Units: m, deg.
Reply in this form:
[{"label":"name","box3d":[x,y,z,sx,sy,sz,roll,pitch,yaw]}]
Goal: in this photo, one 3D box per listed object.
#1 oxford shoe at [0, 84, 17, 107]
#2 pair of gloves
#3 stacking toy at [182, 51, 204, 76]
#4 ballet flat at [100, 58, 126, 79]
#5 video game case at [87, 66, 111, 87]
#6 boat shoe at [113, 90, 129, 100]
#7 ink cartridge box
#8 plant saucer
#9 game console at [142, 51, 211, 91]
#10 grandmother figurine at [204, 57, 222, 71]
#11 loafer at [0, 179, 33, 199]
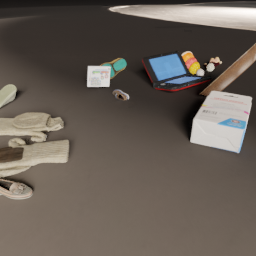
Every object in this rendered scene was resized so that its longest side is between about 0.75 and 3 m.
[{"label":"oxford shoe","box3d":[-5.012,-1.036,10.878,0.663,0.510,1.765,31,51,8]},{"label":"pair of gloves","box3d":[-3.053,0.399,8.266,2.491,0.514,2.929,-9,31,-14]},{"label":"stacking toy","box3d":[3.290,-3.117,14.311,1.090,1.090,1.492,-19,51,-30]},{"label":"ballet flat","box3d":[-0.931,-2.903,14.120,0.754,0.821,2.393,-14,14,38]},{"label":"video game case","box3d":[-1.281,-2.260,12.311,1.004,0.914,0.119,-4,27,-21]},{"label":"boat shoe","box3d":[-0.356,-1.366,11.620,0.837,0.302,0.303,23,38,35]},{"label":"ink cartridge box","box3d":[3.122,-0.318,9.157,1.472,0.867,2.557,14,32,23]},{"label":"plant saucer","box3d":[4.147,-2.191,11.298,0.521,2.848,2.848,47,42,5]},{"label":"game console","box3d":[2.208,-2.652,12.650,2.404,1.427,2.072,-20,21,-30]},{"label":"grandmother figurine","box3d":[4.621,-3.458,15.250,0.938,0.469,1.547,-14,21,36]},{"label":"loafer","box3d":[-2.777,1.418,6.621,1.056,0.332,0.380,6,30,11]}]
